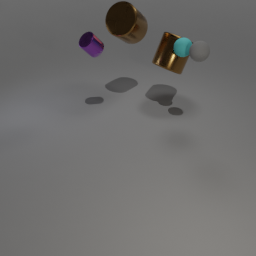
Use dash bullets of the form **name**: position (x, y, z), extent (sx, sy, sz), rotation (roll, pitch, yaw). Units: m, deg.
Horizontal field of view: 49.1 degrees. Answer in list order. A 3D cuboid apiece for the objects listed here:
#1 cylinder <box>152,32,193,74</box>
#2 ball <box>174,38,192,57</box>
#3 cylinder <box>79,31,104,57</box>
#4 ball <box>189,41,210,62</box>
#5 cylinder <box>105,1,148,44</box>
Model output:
- **cylinder**: position (1.925, -3.211, 12.058), extent (1.400, 1.400, 1.400), rotation (21, 16, -6)
- **ball**: position (2.062, -3.018, 10.485), extent (0.700, 0.700, 0.700), rotation (0, 33, 0)
- **cylinder**: position (-1.380, -3.149, 10.586), extent (0.700, 0.700, 0.700), rotation (-13, 64, 29)
- **ball**: position (2.450, -2.622, 9.596), extent (0.700, 0.700, 0.700), rotation (0, 33, 0)
- **cylinder**: position (-0.036, -4.403, 11.829), extent (1.400, 1.400, 1.400), rotation (15, 9, 22)
